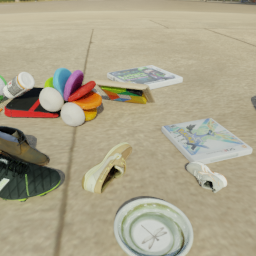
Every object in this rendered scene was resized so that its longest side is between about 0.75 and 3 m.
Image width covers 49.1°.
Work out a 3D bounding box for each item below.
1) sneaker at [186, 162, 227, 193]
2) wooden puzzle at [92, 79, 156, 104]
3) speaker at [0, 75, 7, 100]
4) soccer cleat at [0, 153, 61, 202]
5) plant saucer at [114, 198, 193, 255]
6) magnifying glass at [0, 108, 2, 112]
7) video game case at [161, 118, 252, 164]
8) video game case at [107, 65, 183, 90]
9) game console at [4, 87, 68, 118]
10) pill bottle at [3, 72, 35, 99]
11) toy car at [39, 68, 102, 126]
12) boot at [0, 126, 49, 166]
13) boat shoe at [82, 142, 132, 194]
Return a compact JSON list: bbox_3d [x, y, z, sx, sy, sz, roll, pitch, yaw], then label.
[{"bbox_3d":[1.952,1.273,7.298,0.528,0.434,1.148,-28,38,-35],"label":"sneaker"},{"bbox_3d":[-0.086,-1.403,11.356,2.186,0.440,2.363,8,-5,15],"label":"wooden puzzle"},{"bbox_3d":[-6.133,-1.228,11.024,1.311,1.311,2.964,8,30,15],"label":"speaker"},{"bbox_3d":[-3.155,1.073,6.814,2.954,1.197,0.997,2,28,3],"label":"soccer cleat"},{"bbox_3d":[0.492,2.120,5.654,1.587,0.398,1.587,4,31,-2],"label":"plant saucer"},{"bbox_3d":[-5.158,-0.579,11.054,0.317,0.089,0.796,0,28,0],"label":"magnifying glass"},{"bbox_3d":[2.468,0.365,9.126,2.028,0.245,2.225,-10,30,-17],"label":"video game case"},{"bbox_3d":[0.838,-2.631,14.570,2.978,0.348,2.707,-17,32,-28],"label":"video game case"},{"bbox_3d":[-3.665,-1.086,11.747,2.278,0.400,2.576,5,29,1],"label":"game console"},{"bbox_3d":[-4.311,-1.645,11.020,1.224,0.713,0.713,-22,16,31],"label":"pill bottle"},{"bbox_3d":[-1.944,-1.311,10.185,2.215,1.661,1.939,35,42,-1],"label":"toy car"},{"bbox_3d":[-3.096,0.526,8.045,1.734,0.840,0.648,15,34,7],"label":"boot"},{"bbox_3d":[-0.389,1.078,7.436,0.631,0.703,1.900,22,45,27],"label":"boat shoe"}]
